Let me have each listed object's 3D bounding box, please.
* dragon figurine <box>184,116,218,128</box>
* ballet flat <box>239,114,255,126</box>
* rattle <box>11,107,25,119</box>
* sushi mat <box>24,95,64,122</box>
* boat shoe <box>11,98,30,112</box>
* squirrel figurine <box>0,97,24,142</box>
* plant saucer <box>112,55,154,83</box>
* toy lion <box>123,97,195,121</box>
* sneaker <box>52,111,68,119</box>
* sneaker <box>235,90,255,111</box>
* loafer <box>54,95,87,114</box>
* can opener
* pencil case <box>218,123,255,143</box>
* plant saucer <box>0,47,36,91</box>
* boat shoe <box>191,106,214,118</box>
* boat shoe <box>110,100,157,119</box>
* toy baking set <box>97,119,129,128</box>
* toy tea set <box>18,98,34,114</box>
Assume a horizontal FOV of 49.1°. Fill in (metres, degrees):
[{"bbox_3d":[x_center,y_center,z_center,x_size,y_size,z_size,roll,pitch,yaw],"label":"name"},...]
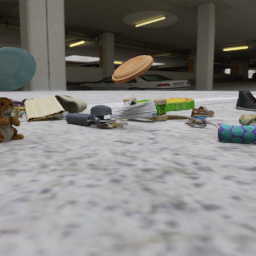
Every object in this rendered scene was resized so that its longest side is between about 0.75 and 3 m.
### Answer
[{"bbox_3d":[2.237,-0.191,8.593,1.135,0.334,0.564,4,10,29],"label":"dragon figurine"},{"bbox_3d":[4.017,-0.157,8.194,1.477,0.522,0.522,0,9,-3],"label":"ballet flat"},{"bbox_3d":[-3.995,-0.416,10.145,0.632,0.576,0.885,19,-9,31],"label":"rattle"},{"bbox_3d":[-3.384,-0.839,11.095,1.323,0.167,2.765,-15,23,-18],"label":"sushi mat"},{"bbox_3d":[-4.797,-1.093,13.261,0.682,0.614,1.896,4,10,23],"label":"boat shoe"},{"bbox_3d":[-3.068,-0.235,6.698,1.096,1.023,0.776,8,12,40],"label":"squirrel figurine"},{"bbox_3d":[0.109,-1.728,8.049,1.295,0.209,1.295,-23,29,14],"label":"plant saucer"},{"bbox_3d":[1.307,-0.901,10.970,2.345,0.805,2.248,8,17,43],"label":"toy lion"},{"bbox_3d":[-2.560,-0.524,10.661,0.786,0.340,0.294,3,11,26],"label":"sneaker"},{"bbox_3d":[6.069,-1.366,13.748,0.702,0.997,1.877,-5,10,-27],"label":"sneaker"},{"bbox_3d":[-2.618,-1.037,12.649,0.725,0.803,2.123,-7,21,-45],"label":"loafer"},{"bbox_3d":[-1.208,-0.428,8.859,2.050,0.685,0.547,7,12,41],"label":"can opener"},{"bbox_3d":[2.554,0.099,6.403,0.967,0.447,0.411,1,-20,15],"label":"pencil case"},{"bbox_3d":[-2.695,-1.346,6.234,1.245,1.245,0.240,-8,54,-41],"label":"plant saucer"},{"bbox_3d":[2.994,-0.657,11.118,1.236,0.444,0.468,-7,12,-38],"label":"boat shoe"},{"bbox_3d":[0.158,-0.691,10.173,2.027,0.662,0.746,-3,10,36],"label":"boat shoe"},{"bbox_3d":[-0.455,-0.131,8.940,0.848,0.128,1.104,9,18,18],"label":"toy baking set"},{"bbox_3d":[-3.986,-0.972,12.303,1.847,0.683,1.098,4,10,22],"label":"toy tea set"}]
